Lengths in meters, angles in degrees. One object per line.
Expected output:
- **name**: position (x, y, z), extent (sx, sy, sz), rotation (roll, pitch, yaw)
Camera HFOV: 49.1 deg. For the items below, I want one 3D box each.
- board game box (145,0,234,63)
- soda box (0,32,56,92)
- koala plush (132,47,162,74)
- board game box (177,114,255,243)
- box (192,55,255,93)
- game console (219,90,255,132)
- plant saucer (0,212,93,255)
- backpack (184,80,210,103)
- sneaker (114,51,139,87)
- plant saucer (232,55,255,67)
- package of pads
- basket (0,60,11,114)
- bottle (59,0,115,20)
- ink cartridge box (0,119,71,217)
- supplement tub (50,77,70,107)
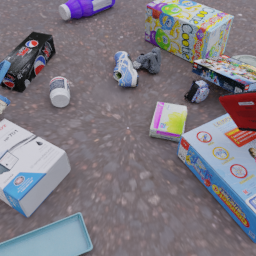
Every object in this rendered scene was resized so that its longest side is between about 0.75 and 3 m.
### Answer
- **board game box**: position (2.267, -3.883, 11.012), extent (2.984, 1.565, 1.537), rotation (35, 57, 29)
- **soda box**: position (-3.663, -2.483, 10.245), extent (0.923, 0.826, 2.609), rotation (14, 50, 11)
- **koala plush**: position (0.674, -2.429, 10.363), extent (0.954, 0.877, 0.846), rotation (6, 35, 33)
- **board game box**: position (3.308, 0.847, 7.182), extent (2.948, 0.824, 2.886), rotation (-22, 51, -21)
- **box**: position (3.381, -1.766, 9.079), extent (1.495, 0.413, 2.189), rotation (-18, 38, -26)
- **game console**: position (3.237, -0.443, 6.186), extent (1.081, 1.821, 1.570), rotation (-42, 103, -12)
- **plant saucer**: position (-2.124, 2.712, 5.942), extent (2.647, 0.251, 0.926), rotation (-17, 50, -16)
- **backpack**: position (2.336, -1.219, 9.201), extent (0.586, 0.760, 0.724), rotation (42, 46, 17)
- **sneaker**: position (-0.211, -2.148, 10.035), extent (0.707, 0.695, 1.835), rotation (-11, 47, -15)
- **plant saucer**: position (4.345, -2.158, 10.186), extent (1.996, 0.501, 1.996), rotation (-1, 48, 1)
- **package of pads**: position (1.249, -0.216, 8.458), extent (0.980, 0.432, 1.268), rotation (10, 49, 9)
- **basket**: position (-3.896, -0.981, 7.721), extent (1.587, 1.252, 1.799), rotation (-2, 60, 52)
- **bottle**: position (-1.936, -5.899, 13.276), extent (2.812, 0.918, 1.174), rotation (-35, 60, -28)
- **ink cartridge box**: position (-2.842, 0.929, 7.090), extent (2.186, 0.939, 1.600), rotation (25, 53, 20)
- **supplement tub**: position (-2.237, -1.185, 9.197), extent (0.637, 0.637, 0.908), rotation (-8, 48, -7)
